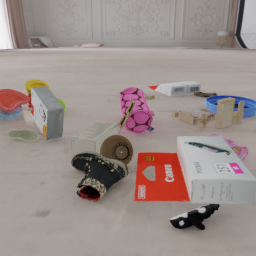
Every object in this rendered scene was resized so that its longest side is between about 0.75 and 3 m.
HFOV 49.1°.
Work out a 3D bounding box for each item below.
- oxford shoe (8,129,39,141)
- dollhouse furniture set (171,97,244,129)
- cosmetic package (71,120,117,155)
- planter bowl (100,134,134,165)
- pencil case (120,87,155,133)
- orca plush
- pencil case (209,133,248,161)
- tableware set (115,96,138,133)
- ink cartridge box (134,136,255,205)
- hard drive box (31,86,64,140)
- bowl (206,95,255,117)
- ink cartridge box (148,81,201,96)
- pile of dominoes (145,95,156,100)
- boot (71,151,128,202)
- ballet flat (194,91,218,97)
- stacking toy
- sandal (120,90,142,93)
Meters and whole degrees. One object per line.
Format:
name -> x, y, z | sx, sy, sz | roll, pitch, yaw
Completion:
oxford shoe -> -3.723, 0.268, 10.075 | 1.110, 0.417, 0.320 | 5, -14, 8
dollhouse furniture set -> 3.388, -0.915, 12.025 | 2.020, 1.157, 2.369 | -13, 25, -31
cosmetic package -> -1.097, 0.325, 9.500 | 0.902, 0.637, 1.743 | 9, 23, 20
planter bowl -> -0.249, 0.708, 8.237 | 0.998, 0.998, 0.672 | 6, -5, 15
pencil case -> 0.322, -0.819, 11.368 | 1.196, 1.159, 2.554 | -41, 29, 15
orca plush -> 1.490, 1.920, 5.885 | 1.223, 0.435, 0.643 | -9, -22, -32
pencil case -> 3.120, 0.607, 8.900 | 0.577, 0.577, 1.319 | -13, 24, -30
tableware set -> -0.078, -0.477, 9.265 | 0.234, 1.167, 0.771 | 27, 39, -6
ink cartridge box -> 1.448, 0.906, 7.073 | 2.481, 0.623, 2.859 | 1, 17, 3
hard drive box -> -2.978, -0.570, 10.281 | 0.634, 1.287, 1.651 | -12, 40, -33
bowl -> 4.920, -1.055, 13.356 | 2.377, 0.467, 2.377 | 0, 21, 0
ink cartridge box -> 2.781, -2.623, 17.238 | 2.137, 0.631, 2.670 | -10, 25, -25
pile of dominoes -> 1.065, -1.709, 15.538 | 0.850, 0.135, 0.662 | -10, 23, -25
boot -> -1.020, 1.201, 7.239 | 1.733, 0.626, 1.309 | 10, 25, 25
ballet flat -> 4.389, -1.927, 15.823 | 1.438, 0.333, 0.484 | 18, 28, 40
stacking toy -> -4.429, -0.848, 12.768 | 2.590, 1.208, 2.861 | 38, 39, 18
sandal -> 0.151, -2.166, 16.304 | 1.534, 0.438, 0.609 | -15, 25, -34
